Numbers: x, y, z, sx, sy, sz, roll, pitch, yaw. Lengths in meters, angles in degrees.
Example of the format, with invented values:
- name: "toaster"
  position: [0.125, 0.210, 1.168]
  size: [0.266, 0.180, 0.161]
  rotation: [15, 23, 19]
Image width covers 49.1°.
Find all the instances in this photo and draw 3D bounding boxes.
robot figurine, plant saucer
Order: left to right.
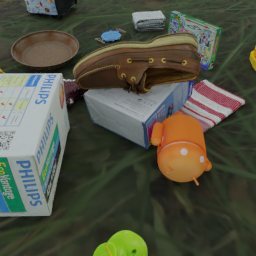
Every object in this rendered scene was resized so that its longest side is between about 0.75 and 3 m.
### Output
- name: "plant saucer"
  position: [-2.827, -2.655, 9.740]
  size: [2.270, 0.415, 2.270]
  rotation: [1, 48, -1]
- name: "robot figurine"
  position: [1.129, 0.409, 5.887]
  size: [1.006, 1.240, 1.724]
  rotation: [-13, 37, 18]

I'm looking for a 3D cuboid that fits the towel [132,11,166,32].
- name: "towel"
  position: [0.892, -4.586, 12.031]
  size: [1.321, 0.565, 1.093]
  rotation: [-6, 40, -4]

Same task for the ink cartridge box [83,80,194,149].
- name: "ink cartridge box"
  position: [0.479, -0.984, 7.196]
  size: [1.820, 1.018, 2.667]
  rotation: [26, 58, 27]

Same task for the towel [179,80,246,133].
- name: "towel"
  position: [2.087, -0.670, 7.730]
  size: [2.042, 0.232, 1.471]
  rotation: [-29, 49, -30]

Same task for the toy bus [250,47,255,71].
- name: "toy bus"
  position: [5.163, -2.829, 8.598]
  size: [2.329, 2.236, 1.580]
  rotation: [-9, 42, 7]

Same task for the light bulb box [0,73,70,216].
- name: "light bulb box"
  position: [-2.719, 0.218, 5.590]
  size: [2.648, 1.652, 2.625]
  rotation: [0, 40, -1]

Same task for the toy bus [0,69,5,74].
- name: "toy bus"
  position: [-4.292, -1.749, 8.486]
  size: [0.624, 0.882, 0.919]
  rotation: [13, 41, 17]

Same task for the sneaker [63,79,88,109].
- name: "sneaker"
  position: [-1.361, -0.922, 7.807]
  size: [1.708, 0.646, 0.986]
  rotation: [-6, 45, 8]

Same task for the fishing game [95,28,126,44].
- name: "fishing game"
  position: [-0.661, -3.672, 11.258]
  size: [0.840, 0.182, 1.173]
  rotation: [33, 58, 32]

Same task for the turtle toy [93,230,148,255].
- name: "turtle toy"
  position: [-0.166, 2.258, 3.689]
  size: [1.472, 1.021, 2.020]
  rotation: [-17, 37, 21]

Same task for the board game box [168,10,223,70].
- name: "board game box"
  position: [2.170, -3.021, 9.568]
  size: [0.298, 1.376, 2.045]
  rotation: [-24, 46, -30]

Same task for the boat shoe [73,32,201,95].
- name: "boat shoe"
  position: [0.168, -1.257, 6.120]
  size: [2.860, 1.029, 0.966]
  rotation: [-10, 69, 8]

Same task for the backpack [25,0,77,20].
- name: "backpack"
  position: [-3.769, -6.207, 13.093]
  size: [2.216, 1.792, 2.327]
  rotation: [1, 43, 18]
